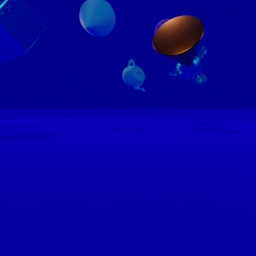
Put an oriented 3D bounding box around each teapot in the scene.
[{"bbox_3d":[0.304,-2.103,11.558,0.969,1.559,0.763,-4,-18,-42],"label":"teapot"}]

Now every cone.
[{"bbox_3d":[-1.217,-3.585,9.510,1.327,1.327,1.332,1,34,12],"label":"cone"},{"bbox_3d":[1.842,-2.482,9.220,1.616,1.616,1.622,2,-27,29],"label":"cone"}]

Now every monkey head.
[{"bbox_3d":[2.656,-2.441,11.512,1.076,1.786,1.285,44,11,-48],"label":"monkey head"}]

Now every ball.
[{"bbox_3d":[1.627,-4.045,11.777,1.013,1.013,1.013,0,4,0],"label":"ball"}]

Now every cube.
[{"bbox_3d":[-3.128,-2.605,7.274,1.158,1.158,1.158,-5,-41,33],"label":"cube"}]
